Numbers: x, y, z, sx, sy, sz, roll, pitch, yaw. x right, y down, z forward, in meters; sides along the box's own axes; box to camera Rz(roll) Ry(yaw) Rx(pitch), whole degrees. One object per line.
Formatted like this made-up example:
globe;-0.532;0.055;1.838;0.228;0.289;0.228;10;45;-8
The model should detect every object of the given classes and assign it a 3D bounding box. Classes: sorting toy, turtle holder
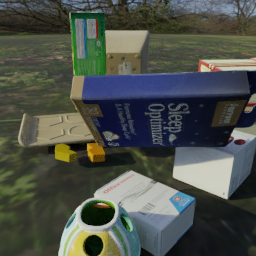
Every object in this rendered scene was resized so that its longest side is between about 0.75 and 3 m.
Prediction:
sorting toy;-1.513;0.209;6.859;2.124;0.382;2.850;-1;22;-15
turtle holder;-0.383;1.387;3.153;0.974;0.910;1.281;12;25;25

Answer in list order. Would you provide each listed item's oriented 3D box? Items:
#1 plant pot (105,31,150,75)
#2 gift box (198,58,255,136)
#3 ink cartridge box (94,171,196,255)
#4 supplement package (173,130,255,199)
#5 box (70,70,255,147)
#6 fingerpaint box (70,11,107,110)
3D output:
plant pot;-0.158;-2.991;12.566;2.206;2.204;1.953;1;34;3
gift box;3.010;-0.820;6.918;2.117;2.267;2.092;-1;27;-6
ink cartridge box;0.234;1.197;4.144;1.217;0.510;0.883;18;28;37
supplement package;1.641;0.540;5.301;1.108;0.852;1.158;18;27;37
box;0.669;-0.194;4.136;2.646;1.603;0.429;-2;63;8
fingerpaint box;-1.346;-2.428;9.747;1.098;2.994;2.498;-3;21;-9
